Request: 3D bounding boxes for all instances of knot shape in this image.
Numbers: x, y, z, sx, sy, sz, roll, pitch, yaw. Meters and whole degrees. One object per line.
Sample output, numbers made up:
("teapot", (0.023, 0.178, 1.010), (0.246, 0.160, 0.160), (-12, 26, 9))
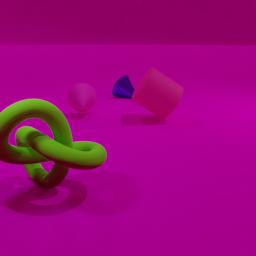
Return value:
("knot shape", (-1.277, 0.384, 4.908), (1.819, 1.944, 0.898), (9, 56, 1))

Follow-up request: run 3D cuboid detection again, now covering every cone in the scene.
("cone", (-1.611, -0.927, 9.950), (1.116, 1.116, 1.120), (-3, 22, -10))
("cone", (0.066, -1.670, 13.056), (1.169, 1.165, 1.165), (38, 33, 19))

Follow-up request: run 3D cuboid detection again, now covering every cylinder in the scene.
("cylinder", (0.994, -1.181, 9.559), (1.295, 1.295, 1.295), (31, 15, -11))
